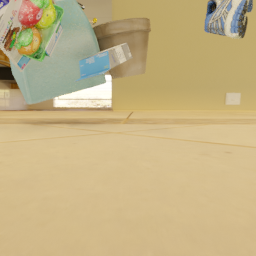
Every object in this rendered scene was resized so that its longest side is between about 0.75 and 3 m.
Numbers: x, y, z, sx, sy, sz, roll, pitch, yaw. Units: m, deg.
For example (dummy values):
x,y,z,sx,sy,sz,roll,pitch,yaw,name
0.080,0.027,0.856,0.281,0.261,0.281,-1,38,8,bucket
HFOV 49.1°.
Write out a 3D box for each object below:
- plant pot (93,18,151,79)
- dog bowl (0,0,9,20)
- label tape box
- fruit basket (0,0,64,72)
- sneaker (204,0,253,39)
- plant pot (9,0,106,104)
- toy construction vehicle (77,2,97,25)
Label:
x,y,z,sx,sy,sz,roll,pitch,yaw,name
-0.152,-2.965,10.761,2.268,1.968,2.268,-8,11,2,plant pot
-2.586,-2.185,5.515,0.325,0.826,0.826,42,-8,-15,dog bowl
-0.722,-1.814,7.644,1.086,0.476,1.505,-8,22,35,label tape box
-1.737,-1.965,5.123,0.844,1.667,1.800,24,-9,-9,fruit basket
1.792,-2.251,4.995,0.749,0.677,1.758,8,49,28,sneaker
-2.581,-2.906,9.255,2.759,2.810,2.751,-20,41,-21,plant pot
-2.015,-4.151,10.724,1.362,0.479,1.185,25,-32,-27,toy construction vehicle
